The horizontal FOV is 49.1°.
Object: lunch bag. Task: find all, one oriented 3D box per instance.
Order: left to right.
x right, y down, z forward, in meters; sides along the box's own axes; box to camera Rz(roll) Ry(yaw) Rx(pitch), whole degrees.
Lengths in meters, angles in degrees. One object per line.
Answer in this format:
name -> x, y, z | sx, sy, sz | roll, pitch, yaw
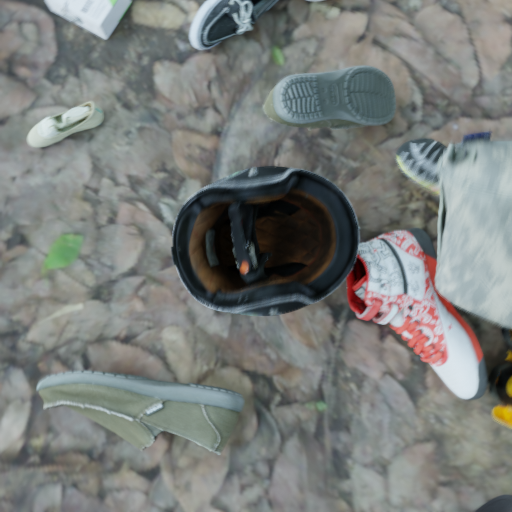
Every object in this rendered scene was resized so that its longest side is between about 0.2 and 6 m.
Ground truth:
lunch bag -> 3.727, -0.331, 8.077 | 2.226, 2.653, 1.849 | 10, 44, 25

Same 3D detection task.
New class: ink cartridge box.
ink cartridge box -> -3.256, -4.976, 10.830 | 1.304, 0.548, 0.948 | 30, 83, 4

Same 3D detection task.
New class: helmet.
helmet -> 0.230, -0.246, 9.135 | 2.664, 2.539, 2.664 | 7, 102, 39

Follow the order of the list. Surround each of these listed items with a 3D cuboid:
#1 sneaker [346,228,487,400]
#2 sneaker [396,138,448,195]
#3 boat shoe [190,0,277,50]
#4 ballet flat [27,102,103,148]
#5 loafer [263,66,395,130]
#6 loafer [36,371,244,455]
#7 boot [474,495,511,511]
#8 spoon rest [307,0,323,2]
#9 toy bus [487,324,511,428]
sneaker -> 2.555, 1.110, 9.488 | 1.671, 1.041, 3.118 | -13, 76, -22
sneaker -> 3.438, -1.347, 10.134 | 2.071, 0.935, 0.809 | 36, 83, 19
boat shoe -> -0.297, -4.616, 10.619 | 2.139, 0.790, 0.730 | -41, 57, -14
ballet flat -> -3.634, -2.492, 10.502 | 1.512, 0.525, 0.525 | -23, 82, -3
loafer -> 1.325, -2.801, 10.025 | 2.834, 0.987, 1.066 | -7, 98, -32
loafer -> -1.974, 2.635, 9.349 | 3.467, 1.304, 1.207 | 7, 78, 1
boot -> 4.624, 5.768, 9.046 | 3.043, 1.042, 2.864 | 28, 82, 3
spoon rest -> 0.613, -5.703, 10.876 | 2.265, 0.686, 1.125 | 24, 82, 4
toy bus -> 5.441, 1.947, 9.439 | 2.361, 1.669, 2.459 | 20, 83, -14
